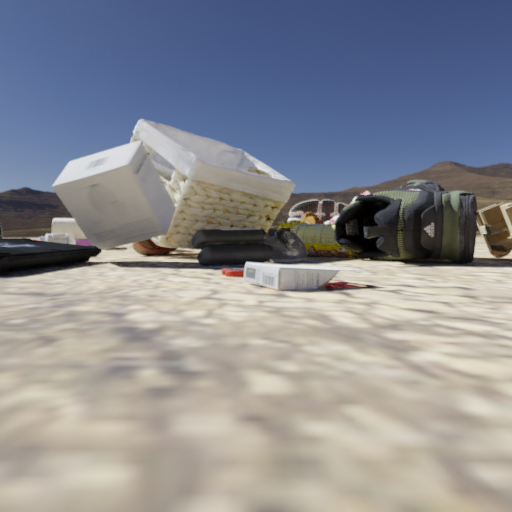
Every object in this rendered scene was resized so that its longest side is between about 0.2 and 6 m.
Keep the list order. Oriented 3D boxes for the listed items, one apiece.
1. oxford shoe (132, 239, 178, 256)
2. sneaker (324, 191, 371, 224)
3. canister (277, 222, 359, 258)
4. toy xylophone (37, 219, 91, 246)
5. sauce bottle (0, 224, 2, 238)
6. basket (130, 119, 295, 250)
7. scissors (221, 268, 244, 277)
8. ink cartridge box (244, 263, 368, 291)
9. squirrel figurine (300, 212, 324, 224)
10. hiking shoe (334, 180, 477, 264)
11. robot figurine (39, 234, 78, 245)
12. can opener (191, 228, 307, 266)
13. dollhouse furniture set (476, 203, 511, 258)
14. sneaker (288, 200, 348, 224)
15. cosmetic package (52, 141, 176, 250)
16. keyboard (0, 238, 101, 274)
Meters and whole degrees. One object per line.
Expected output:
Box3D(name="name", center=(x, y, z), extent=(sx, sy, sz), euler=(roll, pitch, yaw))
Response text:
Box3D(name="oxford shoe", center=(-1.884, -0.261, 10.871), extent=(0.810, 0.763, 2.165), euler=(-42, -3, 19))
Box3D(name="sneaker", center=(1.901, -0.713, 12.031), extent=(2.522, 1.319, 0.949), euler=(-1, 5, -3))
Box3D(name="canister", center=(1.214, -0.282, 9.888), extent=(1.412, 0.611, 1.049), euler=(3, 5, 31))
Box3D(name="toy xylophone", center=(-4.409, -0.586, 14.963), extent=(2.281, 0.783, 3.116), euler=(0, 2, -4))
Box3D(name="sauce bottle", center=(-5.299, -0.319, 8.788), extent=(2.389, 0.773, 0.773), euler=(-3, 4, -35))
Box3D(name="basket", center=(-0.963, -1.150, 10.302), extent=(1.856, 1.689, 2.738), euler=(38, 21, 34))
Box3D(name="scissors", center=(0.239, 0.166, 5.714), extent=(1.265, 0.088, 0.463), euler=(0, 0, -25))
Box3D(name="ink cartridge box", center=(0.387, 0.169, 4.484), extent=(0.794, 0.227, 0.645), euler=(7, -1, -24))
Box3D(name="squirrel figurine", center=(1.278, -0.461, 11.113), extent=(0.826, 0.626, 0.885), euler=(23, 31, -20))
Box3D(name="hiking shoe", center=(2.097, -0.616, 8.889), extent=(1.783, 1.342, 3.543), euler=(3, 3, -1))
Box3D(name="robot figurine", center=(-3.874, -0.233, 10.975), extent=(0.724, 0.409, 0.614), euler=(-1, -31, -27))
Box3D(name="can opener", center=(-0.088, -0.049, 7.809), extent=(1.913, 0.510, 0.639), euler=(-3, -29, -39))
Box3D(name="dollhouse furniture set", center=(4.824, -0.356, 8.368), extent=(2.360, 1.568, 2.068), euler=(-22, 0, 6))
Box3D(name="sneaker", center=(2.167, -0.556, 13.161), extent=(2.910, 1.173, 1.214), euler=(9, -5, -2))
Box3D(name="cosmetic package", center=(-1.986, -0.833, 8.029), extent=(1.204, 1.208, 0.742), euler=(-12, 36, 16))
Box3D(name="keyboard", center=(-3.163, -0.010, 6.792), extent=(1.712, 0.366, 2.851), euler=(7, 2, 4))
